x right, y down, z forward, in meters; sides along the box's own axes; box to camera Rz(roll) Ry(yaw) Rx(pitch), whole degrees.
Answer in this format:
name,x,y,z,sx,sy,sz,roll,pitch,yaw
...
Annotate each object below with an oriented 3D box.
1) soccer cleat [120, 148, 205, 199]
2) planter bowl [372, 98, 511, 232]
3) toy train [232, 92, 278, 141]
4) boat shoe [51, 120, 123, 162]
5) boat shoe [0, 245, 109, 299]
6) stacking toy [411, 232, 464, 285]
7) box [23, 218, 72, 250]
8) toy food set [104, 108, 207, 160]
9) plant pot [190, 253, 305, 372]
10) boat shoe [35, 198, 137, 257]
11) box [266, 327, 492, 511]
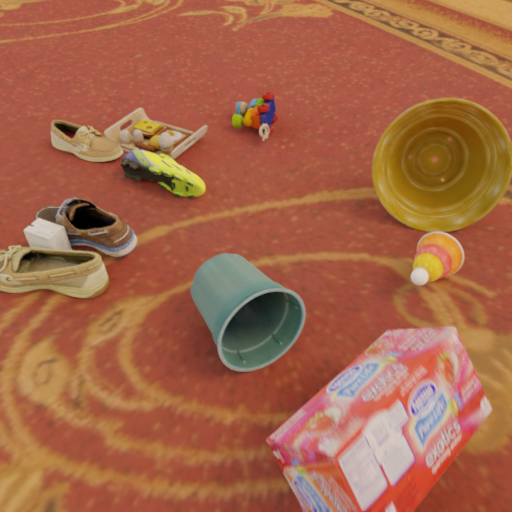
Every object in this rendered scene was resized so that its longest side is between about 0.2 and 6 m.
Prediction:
name,x,y,z,sx,sy,sz,roll,pitch,yaw
soccer cleat,-2.068,-1.997,12.881,2.272,0.735,0.950,20,52,22
planter bowl,3.834,-1.964,11.835,2.747,2.747,1.144,7,21,7
toy train,-0.140,-3.513,14.591,1.087,0.795,1.878,1,42,16
boat shoe,-4.273,-2.876,13.895,2.046,0.679,0.757,15,45,16
boat shoe,-4.089,0.170,10.484,2.633,0.828,0.960,9,43,10
stacking toy,3.187,0.160,10.295,0.906,0.906,1.239,28,39,27
box,-4.119,-0.297,11.100,0.671,0.675,0.441,17,46,21
toy food set,-2.537,-3.153,14.218,2.144,0.648,1.538,21,47,21
plant pot,-0.264,0.826,9.387,1.593,1.593,1.560,-21,38,-21
boat shoe,-3.528,-0.728,11.288,2.426,0.878,0.876,12,53,20
box,1.693,2.221,7.405,2.770,1.381,1.322,-33,11,-33
